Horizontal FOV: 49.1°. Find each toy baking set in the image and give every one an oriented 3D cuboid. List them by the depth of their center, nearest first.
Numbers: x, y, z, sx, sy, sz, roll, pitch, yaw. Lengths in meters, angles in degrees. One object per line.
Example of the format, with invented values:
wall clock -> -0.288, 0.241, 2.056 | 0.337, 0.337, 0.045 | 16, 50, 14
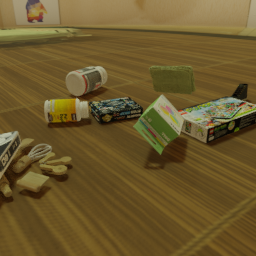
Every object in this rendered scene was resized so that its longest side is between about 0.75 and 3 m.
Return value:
toy baking set -> -2.506, 0.922, 6.972 | 1.848, 0.280, 2.408 | -18, 31, -40

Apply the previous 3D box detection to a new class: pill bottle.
pill bottle -> -2.085, -0.602, 9.607 | 1.418, 0.774, 0.774 | -3, 25, -5
pill bottle -> -1.816, -2.186, 12.684 | 1.079, 1.079, 1.863 | 15, 28, 29

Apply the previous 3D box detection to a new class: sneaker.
sneaker -> 4.443, -1.410, 11.446 | 1.315, 0.699, 0.492 | -22, 32, -39

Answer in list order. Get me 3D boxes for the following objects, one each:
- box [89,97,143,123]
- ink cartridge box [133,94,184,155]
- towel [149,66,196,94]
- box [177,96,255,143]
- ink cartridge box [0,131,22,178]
box -> -0.462, -0.687, 10.250 | 1.671, 0.384, 1.328 | -10, 27, -21
ink cartridge box -> 0.921, -0.167, 7.685 | 1.020, 0.582, 1.964 | 47, 26, -3
towel -> 1.634, -1.775, 10.278 | 1.640, 1.217, 0.299 | 5, 49, 24
box -> 3.020, -0.376, 9.429 | 2.927, 0.508, 1.611 | -17, 30, -32
ink cartridge box -> -3.780, 0.906, 6.300 | 2.187, 0.479, 2.208 | -11, 26, 1
